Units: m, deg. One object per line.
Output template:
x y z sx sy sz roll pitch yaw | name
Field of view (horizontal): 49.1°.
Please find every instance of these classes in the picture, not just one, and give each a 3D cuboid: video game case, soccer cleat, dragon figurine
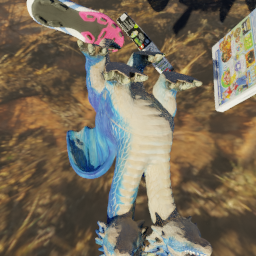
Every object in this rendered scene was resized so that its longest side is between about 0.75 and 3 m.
1.836 -1.122 3.992 0.158 1.757 1.258 11 67 -19 | video game case
-1.055 -2.330 5.995 2.174 0.759 0.939 14 31 -37 | soccer cleat
-0.103 -0.011 2.606 0.816 1.379 2.774 2 28 -23 | dragon figurine

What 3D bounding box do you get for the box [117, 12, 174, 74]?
0.300 -1.574 5.217 0.244 0.773 1.405 -40 43 13 | box
